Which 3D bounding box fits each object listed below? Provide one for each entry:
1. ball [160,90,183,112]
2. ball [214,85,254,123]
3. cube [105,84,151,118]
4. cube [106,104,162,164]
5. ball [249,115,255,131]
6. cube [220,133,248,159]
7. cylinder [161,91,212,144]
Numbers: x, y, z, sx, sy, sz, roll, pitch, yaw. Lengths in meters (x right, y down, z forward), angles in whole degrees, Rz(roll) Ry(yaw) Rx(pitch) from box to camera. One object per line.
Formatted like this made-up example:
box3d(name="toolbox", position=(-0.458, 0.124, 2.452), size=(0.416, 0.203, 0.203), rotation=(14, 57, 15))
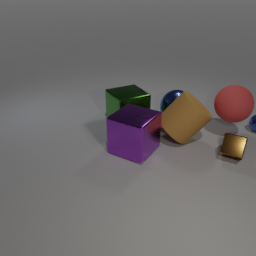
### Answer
box3d(name="ball", position=(2.022, -0.887, 11.598), size=(1.400, 1.400, 1.400), rotation=(0, 28, 0))
box3d(name="ball", position=(3.915, -0.895, 10.366), size=(1.400, 1.400, 1.400), rotation=(0, 28, 0))
box3d(name="cube", position=(-0.016, -0.838, 11.527), size=(1.400, 1.400, 1.400), rotation=(-14, 31, -23))
box3d(name="cube", position=(0.220, 0.154, 9.694), size=(1.400, 1.400, 1.400), rotation=(16, 32, 28))
box3d(name="ball", position=(5.154, -0.195, 11.051), size=(0.700, 0.700, 0.700), rotation=(0, 28, 0))
box3d(name="cube", position=(3.544, 0.602, 9.345), size=(0.700, 0.700, 0.700), rotation=(15, -1, 26))
box3d(name="cylinder", position=(2.057, -0.380, 10.144), size=(1.400, 1.400, 1.400), rotation=(36, 23, -18))
